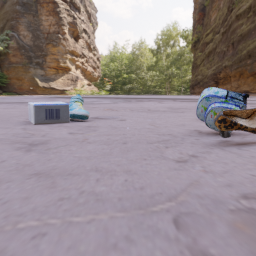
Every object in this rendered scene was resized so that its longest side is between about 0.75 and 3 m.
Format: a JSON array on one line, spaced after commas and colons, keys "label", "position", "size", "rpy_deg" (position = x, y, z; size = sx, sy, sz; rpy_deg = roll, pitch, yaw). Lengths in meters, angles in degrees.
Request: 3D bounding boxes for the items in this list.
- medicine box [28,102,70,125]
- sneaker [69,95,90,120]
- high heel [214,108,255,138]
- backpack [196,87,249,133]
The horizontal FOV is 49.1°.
[{"label": "medicine box", "position": [-2.926, -0.576, 10.291], "size": [1.251, 0.707, 1.373], "rpy_deg": [-4, 10, -27]}, {"label": "sneaker", "position": [-1.891, -0.848, 10.834], "size": [1.498, 0.978, 0.596], "rpy_deg": [8, -18, 45]}, {"label": "high heel", "position": [2.681, -0.276, 6.010], "size": [1.613, 0.576, 1.150], "rpy_deg": [-23, -29, 16]}, {"label": "backpack", "position": [2.432, -0.485, 7.452], "size": [1.176, 1.077, 0.865], "rpy_deg": [19, 45, 10]}]
